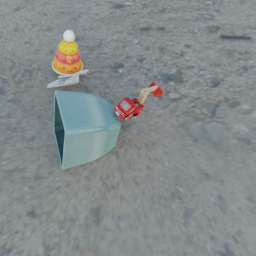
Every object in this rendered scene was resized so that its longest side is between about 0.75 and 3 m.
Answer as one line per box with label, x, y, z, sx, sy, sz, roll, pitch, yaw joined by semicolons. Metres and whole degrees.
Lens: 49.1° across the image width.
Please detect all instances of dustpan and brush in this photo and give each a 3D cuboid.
dustpan and brush;-1.992;-1.807;10.024;1.134;0.465;1.625;-2;12;43

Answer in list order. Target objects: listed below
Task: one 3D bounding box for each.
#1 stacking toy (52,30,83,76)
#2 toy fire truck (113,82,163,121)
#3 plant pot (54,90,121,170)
stacking toy;-2.195;-2.803;10.166;1.171;1.603;1.171;6;49;-6
toy fire truck;0.349;-0.814;8.238;0.419;1.212;1.719;46;18;11
plant pot;-1.159;0.000;7.980;1.646;1.611;1.616;-5;49;-22
